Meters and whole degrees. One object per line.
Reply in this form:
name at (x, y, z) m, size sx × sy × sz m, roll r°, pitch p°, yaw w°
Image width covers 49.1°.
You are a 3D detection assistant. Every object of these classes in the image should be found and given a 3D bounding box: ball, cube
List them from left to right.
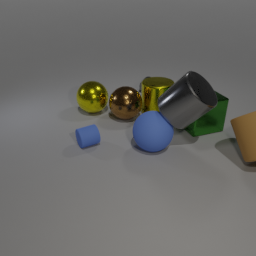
ball at (-1.550, -1.349, 12.234) m, size 1.400 × 1.400 × 1.400 m, roll 0°, pitch 29°, yaw 0°
ball at (-0.096, -1.043, 11.689) m, size 1.400 × 1.400 × 1.400 m, roll 0°, pitch 29°, yaw 0°
ball at (0.855, 0.112, 9.598) m, size 1.400 × 1.400 × 1.400 m, roll 0°, pitch 29°, yaw 0°
cube at (2.859, -0.675, 11.019) m, size 1.400 × 1.400 × 1.400 m, roll -10°, pitch 30°, yaw -18°

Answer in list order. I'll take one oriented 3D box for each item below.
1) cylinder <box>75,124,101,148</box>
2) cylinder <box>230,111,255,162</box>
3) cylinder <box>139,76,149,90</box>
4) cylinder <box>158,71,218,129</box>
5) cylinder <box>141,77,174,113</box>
cylinder at (-1.430, 0.289, 9.973) m, size 0.700 × 0.700 × 0.700 m, roll -17°, pitch 33°, yaw -23°
cylinder at (4.086, 0.189, 8.663) m, size 1.400 × 1.400 × 1.400 m, roll -17°, pitch -6°, yaw -2°
cylinder at (1.014, -2.248, 14.598) m, size 0.700 × 0.700 × 0.700 m, roll 8°, pitch 30°, yaw 15°
cylinder at (1.931, -0.893, 9.182) m, size 1.400 × 1.400 × 1.400 m, roll 24°, pitch 45°, yaw -28°
cylinder at (1.287, -1.358, 12.240) m, size 1.400 × 1.400 × 1.400 m, roll -1°, pitch 29°, yaw 0°
